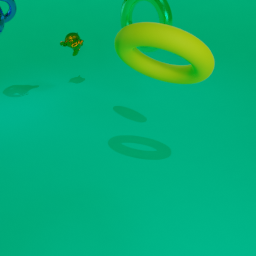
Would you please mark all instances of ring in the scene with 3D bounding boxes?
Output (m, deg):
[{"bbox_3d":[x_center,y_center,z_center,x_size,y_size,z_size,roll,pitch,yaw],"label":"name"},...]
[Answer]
[{"bbox_3d":[0.383,-2.389,6.256,1.392,1.392,0.278,23,40,34],"label":"ring"},{"bbox_3d":[0.604,-1.230,4.848,1.754,0.351,1.754,18,-8,2],"label":"ring"}]

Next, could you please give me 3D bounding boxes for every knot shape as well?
[{"bbox_3d":[-4.033,-3.407,7.986,1.414,1.324,0.654,-53,32,-5],"label":"knot shape"}]

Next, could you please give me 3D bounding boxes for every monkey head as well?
[{"bbox_3d":[-2.035,-3.100,10.319,0.650,0.776,1.078,35,46,3],"label":"monkey head"}]
